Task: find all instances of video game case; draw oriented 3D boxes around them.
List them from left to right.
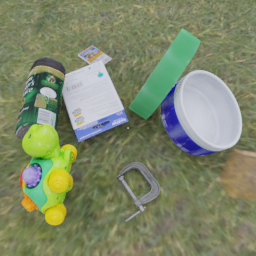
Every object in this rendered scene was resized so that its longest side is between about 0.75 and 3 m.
[{"bbox_3d":[-1.193,-2.549,10.103,1.028,0.090,0.735,38,64,23],"label":"video game case"}]

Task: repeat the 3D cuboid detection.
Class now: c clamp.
[{"bbox_3d":[0.174,1.512,7.150,1.174,0.186,1.374,-25,53,-10],"label":"c clamp"}]

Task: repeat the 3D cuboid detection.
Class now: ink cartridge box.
[{"bbox_3d":[-1.079,-0.808,8.507,1.570,0.552,2.632,-23,55,-3],"label":"ink cartridge box"}]

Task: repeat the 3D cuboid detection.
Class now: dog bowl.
[{"bbox_3d":[1.980,-0.384,7.520,2.189,0.862,2.189,12,66,-28],"label":"dog bowl"}]

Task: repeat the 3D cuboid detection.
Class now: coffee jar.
[{"bbox_3d":[-2.431,-0.808,7.910,0.989,1.208,2.317,18,58,-28],"label":"coffee jar"}]

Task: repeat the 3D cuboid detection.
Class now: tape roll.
[{"bbox_3d":[0.981,-1.467,7.811,0.623,2.591,2.591,34,60,-2],"label":"tape roll"}]

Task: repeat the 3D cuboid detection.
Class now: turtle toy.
[{"bbox_3d":[-1.813,0.961,6.303,1.123,2.222,1.619,8,21,-6],"label":"turtle toy"}]
